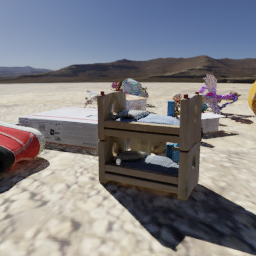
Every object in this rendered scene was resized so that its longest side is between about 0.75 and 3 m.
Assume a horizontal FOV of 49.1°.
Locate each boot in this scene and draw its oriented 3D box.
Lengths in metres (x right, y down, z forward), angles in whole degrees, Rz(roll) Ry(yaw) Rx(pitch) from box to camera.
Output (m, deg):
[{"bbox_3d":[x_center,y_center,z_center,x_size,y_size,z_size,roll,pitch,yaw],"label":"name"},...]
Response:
[{"bbox_3d":[-3.618,0.415,6.458,2.730,0.989,1.969,6,14,13],"label":"boot"}]

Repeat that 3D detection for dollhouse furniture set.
[{"bbox_3d":[0.776,0.044,6.048,1.799,1.789,2.552,6,13,27],"label":"dollhouse furniture set"}]

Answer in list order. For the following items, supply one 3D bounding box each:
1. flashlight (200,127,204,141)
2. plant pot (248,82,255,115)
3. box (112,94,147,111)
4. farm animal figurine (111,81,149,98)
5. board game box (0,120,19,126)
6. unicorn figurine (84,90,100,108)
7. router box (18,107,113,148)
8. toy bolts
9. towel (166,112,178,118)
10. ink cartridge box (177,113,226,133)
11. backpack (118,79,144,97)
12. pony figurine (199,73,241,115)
[{"bbox_3d":[1.820,-0.005,9.219,0.554,0.556,1.635,23,-2,-23],"label":"flashlight"},{"bbox_3d":[5.651,-0.815,10.202,1.994,1.994,1.825,1,33,5],"label":"plant pot"},{"bbox_3d":[-0.082,-1.123,13.665,1.239,0.865,1.627,-12,22,-43],"label":"box"},{"bbox_3d":[0.005,-2.176,18.450,2.509,1.323,2.537,12,4,-4],"label":"farm animal figurine"},{"bbox_3d":[-4.614,0.044,9.708,1.210,0.308,1.788,3,12,13],"label":"board game box"},{"bbox_3d":[-1.803,-1.696,16.387,2.680,0.990,1.841,-6,15,-32],"label":"unicorn figurine"},{"bbox_3d":[-1.591,-0.130,9.489,2.980,0.728,2.675,5,13,23],"label":"router box"},{"bbox_3d":[2.645,-0.901,12.143,1.691,1.173,1.615,1,12,4],"label":"toy bolts"},{"bbox_3d":[1.099,-0.292,10.378,1.218,0.192,1.692,-15,-1,-3],"label":"towel"},{"bbox_3d":[2.649,-0.179,10.208,1.601,0.534,0.927,-6,14,-25],"label":"ink cartridge box"},{"bbox_3d":[0.117,-1.798,15.264,1.276,1.665,1.464,23,19,25],"label":"backpack"},{"bbox_3d":[4.220,-1.539,14.391,2.388,2.060,2.474,1,-7,-44],"label":"pony figurine"}]
